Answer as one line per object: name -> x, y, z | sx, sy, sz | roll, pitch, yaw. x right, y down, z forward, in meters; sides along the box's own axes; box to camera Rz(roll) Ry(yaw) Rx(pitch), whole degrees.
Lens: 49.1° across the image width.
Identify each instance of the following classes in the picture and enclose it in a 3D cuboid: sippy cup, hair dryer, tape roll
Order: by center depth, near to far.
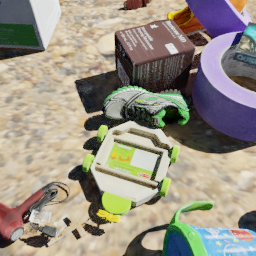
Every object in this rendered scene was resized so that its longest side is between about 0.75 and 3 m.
sippy cup -> 1.544, 2.352, 4.693 | 1.496, 1.603, 2.041 | -1, 88, -13
hair dryer -> -2.162, 1.715, 5.849 | 1.750, 0.475, 1.333 | 5, 36, -2
tape roll -> 3.256, -1.167, 7.397 | 2.926, 1.243, 2.926 | 0, 52, 0
tape roll -> 2.729, -3.897, 8.674 | 2.721, 0.893, 2.721 | 28, 45, -32

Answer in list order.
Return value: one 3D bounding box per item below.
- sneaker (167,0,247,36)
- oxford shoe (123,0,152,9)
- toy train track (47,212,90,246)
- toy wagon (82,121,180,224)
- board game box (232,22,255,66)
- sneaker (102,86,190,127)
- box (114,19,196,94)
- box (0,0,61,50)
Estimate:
sneaker -> 2.503, -3.675, 8.970 | 2.546, 0.982, 0.929 | -18, 63, 15
oxford shoe -> 0.333, -4.820, 10.736 | 1.152, 0.406, 0.431 | -16, 30, -11
toy train track -> -1.189, 2.071, 5.671 | 0.934, 0.152, 0.535 | -31, 66, -14
toy wagon -> -0.011, 0.950, 6.278 | 1.966, 0.501, 2.534 | 15, 55, 12
board game box -> 3.860, -1.911, 6.998 | 2.109, 0.297, 1.426 | 22, 56, 16
sneaker -> 0.468, -0.491, 6.990 | 2.244, 0.876, 0.956 | -2, 36, -1
box -> 0.663, -1.887, 7.807 | 1.751, 1.438, 1.453 | -18, 55, -13
box -> -3.669, -4.019, 9.061 | 2.284, 1.966, 2.295 | 4, 53, 3
